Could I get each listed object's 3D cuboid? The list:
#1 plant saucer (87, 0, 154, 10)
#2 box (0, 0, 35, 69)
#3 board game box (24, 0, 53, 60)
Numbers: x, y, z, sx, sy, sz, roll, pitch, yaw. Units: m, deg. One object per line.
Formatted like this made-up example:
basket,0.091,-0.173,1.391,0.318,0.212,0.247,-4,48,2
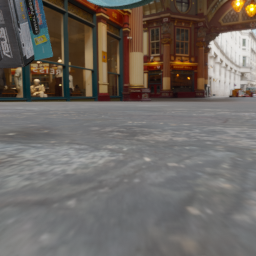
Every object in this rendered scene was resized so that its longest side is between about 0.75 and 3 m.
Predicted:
plant saucer,0.135,-3.428,6.006,2.569,2.569,0.462,2,-23,20
box,-2.196,-1.778,3.247,1.739,2.196,0.531,-3,26,2
board game box,-2.266,-2.734,6.272,0.458,1.953,1.475,-18,41,-20
